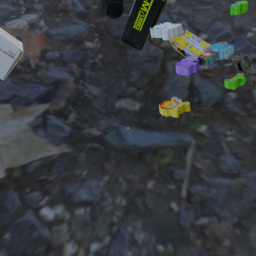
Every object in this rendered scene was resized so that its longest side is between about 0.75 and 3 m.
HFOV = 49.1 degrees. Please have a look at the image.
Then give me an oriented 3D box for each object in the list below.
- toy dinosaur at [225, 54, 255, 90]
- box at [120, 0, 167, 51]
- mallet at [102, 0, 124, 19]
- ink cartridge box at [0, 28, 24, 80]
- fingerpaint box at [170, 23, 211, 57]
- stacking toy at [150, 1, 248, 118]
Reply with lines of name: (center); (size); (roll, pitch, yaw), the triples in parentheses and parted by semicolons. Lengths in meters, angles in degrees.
toy dinosaur: (2.223, -0.979, 4.948); (0.451, 0.599, 1.171); (-31, 73, 3)
box: (0.799, -3.403, 6.290); (0.630, 2.561, 2.652); (27, 40, -4)
mallet: (0.060, -4.193, 7.094); (0.571, 2.773, 0.913); (12, 40, -28)
ink cartridge box: (-2.476, -1.507, 4.928); (0.620, 1.069, 1.481); (-54, 29, 5)
fingerpaint box: (1.570, -2.053, 7.086); (1.056, 0.881, 0.387); (40, 97, 18)
stacking toy: (1.510, -1.389, 5.566); (2.274, 1.715, 0.534); (-25, 34, -20)
